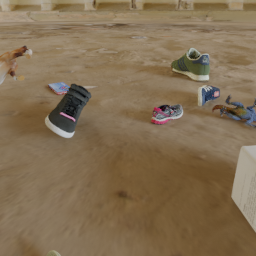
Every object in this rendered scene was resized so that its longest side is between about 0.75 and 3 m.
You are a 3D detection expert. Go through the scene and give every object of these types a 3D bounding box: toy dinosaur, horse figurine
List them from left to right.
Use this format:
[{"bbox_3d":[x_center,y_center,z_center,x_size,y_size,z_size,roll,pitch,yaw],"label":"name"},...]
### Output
[{"bbox_3d":[-3.295,-1.195,6.933,2.553,0.637,1.692,-48,43,-11],"label":"horse figurine"},{"bbox_3d":[3.250,-0.468,7.638,1.314,0.760,1.448,18,10,-9],"label":"toy dinosaur"}]

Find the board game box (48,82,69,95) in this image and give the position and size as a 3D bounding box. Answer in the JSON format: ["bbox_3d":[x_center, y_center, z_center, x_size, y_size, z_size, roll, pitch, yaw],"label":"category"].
[{"bbox_3d":[-2.492,-1.466,10.335,0.613,0.116,1.190,-15,29,-26],"label":"board game box"}]

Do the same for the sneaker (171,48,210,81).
[{"bbox_3d":[2.720,-2.893,12.138,0.885,1.185,2.640,-8,26,-17],"label":"sneaker"}]

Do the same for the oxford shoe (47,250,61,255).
[{"bbox_3d":[-0.744,1.757,3.221,0.263,0.343,0.912,33,-8,-37],"label":"oxford shoe"}]

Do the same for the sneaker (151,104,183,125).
[{"bbox_3d":[1.136,-0.460,7.765,0.481,0.446,1.194,21,31,38],"label":"sneaker"}]

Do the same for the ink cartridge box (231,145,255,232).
[{"bbox_3d":[2.716,1.175,3.496,1.831,1.062,2.481,-3,27,-6],"label":"ink cartridge box"}]

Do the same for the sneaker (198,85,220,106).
[{"bbox_3d":[2.611,-1.078,8.971,0.620,0.550,1.467,6,25,23],"label":"sneaker"}]

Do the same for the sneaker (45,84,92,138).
[{"bbox_3d":[-1.422,-0.531,6.947,0.740,1.038,2.092,31,15,-15],"label":"sneaker"}]
